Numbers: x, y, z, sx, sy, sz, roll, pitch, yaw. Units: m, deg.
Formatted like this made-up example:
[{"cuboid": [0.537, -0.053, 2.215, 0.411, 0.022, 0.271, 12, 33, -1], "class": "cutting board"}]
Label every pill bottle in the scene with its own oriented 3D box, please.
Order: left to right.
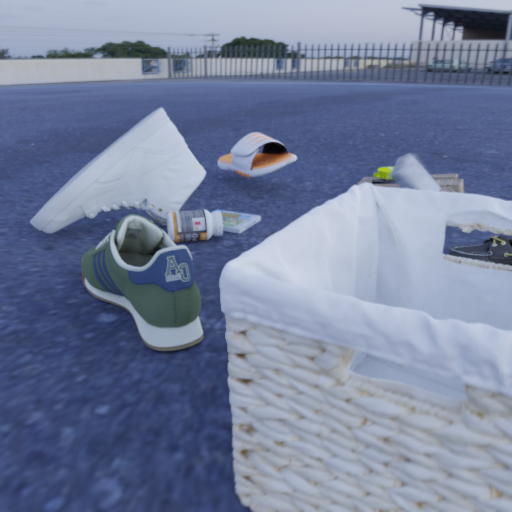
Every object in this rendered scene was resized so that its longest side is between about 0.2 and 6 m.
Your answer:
[{"cuboid": [-1.152, -0.569, 10.515, 0.995, 0.579, 0.579, -5, 22, -12], "class": "pill bottle"}]

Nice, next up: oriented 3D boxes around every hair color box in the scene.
[{"cuboid": [3.379, -1.575, 11.867, 0.335, 1.106, 0.547, -15, 40, 55], "class": "hair color box"}]

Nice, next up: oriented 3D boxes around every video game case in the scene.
[{"cuboid": [-0.588, -0.721, 11.536, 1.066, 0.118, 0.970, 10, 23, 24], "class": "video game case"}]

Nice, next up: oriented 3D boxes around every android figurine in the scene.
[{"cuboid": [3.627, -2.107, 14.286, 1.234, 0.253, 1.123, -6, 18, -2], "class": "android figurine"}]

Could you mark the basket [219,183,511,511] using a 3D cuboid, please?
[{"cuboid": [1.517, 0.879, 4.563, 2.758, 2.238, 2.783, 12, 24, 28], "class": "basket"}]

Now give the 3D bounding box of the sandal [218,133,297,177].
[{"cuboid": [-0.218, -2.606, 14.077, 1.155, 0.864, 3.016, -28, 25, -25], "class": "sandal"}]

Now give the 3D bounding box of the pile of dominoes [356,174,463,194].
[{"cuboid": [3.662, -1.562, 13.664, 2.565, 0.408, 1.999, 1, 21, 26], "class": "pile of dominoes"}]

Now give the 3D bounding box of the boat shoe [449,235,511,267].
[{"cuboid": [4.140, -0.079, 9.298, 1.849, 0.557, 0.659, 3, 22, 7], "class": "boat shoe"}]

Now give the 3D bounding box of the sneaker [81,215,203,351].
[{"cuboid": [-1.660, 0.046, 7.823, 1.043, 1.397, 3.112, -14, 25, -31], "class": "sneaker"}]

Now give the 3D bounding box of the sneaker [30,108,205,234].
[{"cuboid": [-2.538, -1.087, 10.851, 3.294, 1.904, 1.214, -38, 23, 0], "class": "sneaker"}]
